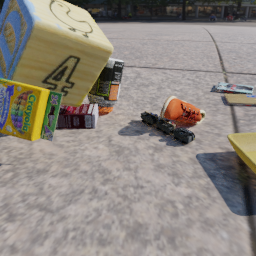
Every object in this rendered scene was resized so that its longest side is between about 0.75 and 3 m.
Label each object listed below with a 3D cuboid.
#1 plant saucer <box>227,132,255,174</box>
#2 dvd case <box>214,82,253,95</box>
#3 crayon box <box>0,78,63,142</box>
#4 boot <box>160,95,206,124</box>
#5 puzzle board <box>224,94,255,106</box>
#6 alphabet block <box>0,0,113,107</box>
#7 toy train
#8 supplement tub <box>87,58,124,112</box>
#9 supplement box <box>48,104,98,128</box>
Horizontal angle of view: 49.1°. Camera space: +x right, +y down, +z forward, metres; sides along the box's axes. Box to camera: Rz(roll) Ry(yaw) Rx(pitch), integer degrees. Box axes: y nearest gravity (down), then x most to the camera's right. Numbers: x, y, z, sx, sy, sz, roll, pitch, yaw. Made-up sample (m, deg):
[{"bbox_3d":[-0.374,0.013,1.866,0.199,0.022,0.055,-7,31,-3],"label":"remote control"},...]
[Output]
[{"bbox_3d":[4.457,0.976,7.504,2.757,0.668,2.757,-2,26,-7],"label":"plant saucer"},{"bbox_3d":[5.404,-1.995,14.264,1.770,0.195,1.292,11,28,23],"label":"dvd case"},{"bbox_3d":[-3.055,-0.530,7.575,2.252,1.416,0.581,14,7,4],"label":"crayon box"},{"bbox_3d":[2.048,-0.587,10.201,1.203,0.842,2.243,29,19,31],"label":"boot"},{"bbox_3d":[5.391,-1.282,12.837,1.733,0.151,1.306,4,25,6],"label":"puzzle board"},{"bbox_3d":[-2.620,-2.598,9.270,2.744,2.695,2.680,5,44,-43],"label":"alphabet block"},{"bbox_3d":[1.357,-0.095,10.008,0.591,0.440,2.578,-14,29,-34],"label":"toy train"},{"bbox_3d":[-0.941,-1.778,11.336,1.287,2.100,1.287,11,14,-3],"label":"supplement tub"},{"bbox_3d":[-2.169,-0.463,10.566,1.986,0.605,1.081,1,26,0],"label":"supplement box"}]
